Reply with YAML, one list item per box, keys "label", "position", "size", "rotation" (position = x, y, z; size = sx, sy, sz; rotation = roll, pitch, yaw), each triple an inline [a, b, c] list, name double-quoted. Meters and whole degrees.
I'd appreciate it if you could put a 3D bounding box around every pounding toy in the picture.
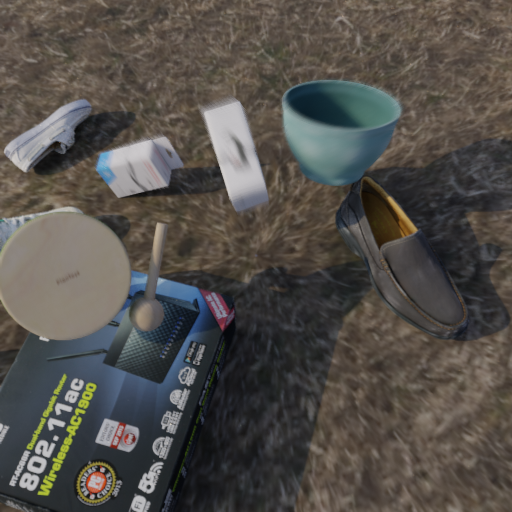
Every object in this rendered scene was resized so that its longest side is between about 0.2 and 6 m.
- label: "pounding toy"
  position: [-2.372, 0.254, 7.733]
  size: [2.147, 0.996, 1.657]
  rotation: [3, 91, -20]

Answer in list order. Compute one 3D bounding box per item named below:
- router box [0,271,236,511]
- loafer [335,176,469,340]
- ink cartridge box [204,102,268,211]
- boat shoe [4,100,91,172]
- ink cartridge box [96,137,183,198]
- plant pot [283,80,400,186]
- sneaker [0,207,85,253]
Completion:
- label: "router box"
  position: [-2.082, 1.971, 8.137]
  size: [2.715, 1.126, 3.623]
  rotation: [13, 59, 8]
- label: "loafer"
  position: [2.416, -0.004, 9.376]
  size: [1.140, 1.132, 3.131]
  rotation: [-29, 63, -18]
- label: "ink cartridge box"
  position: [-0.284, -1.531, 8.822]
  size: [0.583, 1.033, 1.407]
  rotation: [-17, 82, 2]
- label: "boat shoe"
  position: [-4.001, -2.375, 11.231]
  size: [0.692, 0.703, 1.983]
  rotation: [48, 63, -4]
- label: "ink cartridge box"
  position: [-2.130, -1.627, 10.357]
  size: [1.368, 0.792, 0.456]
  rotation: [-11, 50, 18]
- label: "plant pot"
  position: [1.295, -1.915, 9.074]
  size: [1.819, 1.218, 1.819]
  rotation: [2, 40, -1]
- label: "sneaker"
  position: [-4.202, -0.204, 9.407]
  size: [2.766, 1.293, 0.974]
  rotation: [-28, 61, -16]
